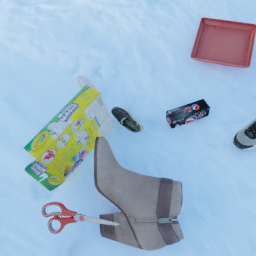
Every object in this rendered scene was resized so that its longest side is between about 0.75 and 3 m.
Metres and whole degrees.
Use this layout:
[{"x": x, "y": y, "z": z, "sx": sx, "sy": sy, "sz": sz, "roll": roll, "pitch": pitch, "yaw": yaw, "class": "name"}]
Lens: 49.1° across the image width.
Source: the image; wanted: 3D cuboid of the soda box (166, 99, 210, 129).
[{"x": 1.632, "y": -0.392, "z": 7.643, "sx": 1.147, "sy": 0.363, "sz": 0.406, "roll": -19, "pitch": 54, "yaw": -8, "class": "soda box"}]

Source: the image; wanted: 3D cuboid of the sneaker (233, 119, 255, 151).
[{"x": 3.401, "y": -0.021, "z": 7.300, "sx": 1.649, "sy": 0.654, "sz": 0.609, "roll": -33, "pitch": 56, "yaw": -13, "class": "sneaker"}]

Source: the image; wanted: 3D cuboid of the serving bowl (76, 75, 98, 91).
[{"x": -1.079, "y": -1.156, "z": 7.797, "sx": 0.275, "sy": 0.835, "sz": 0.835, "roll": -43, "pitch": 70, "yaw": -15, "class": "serving bowl"}]

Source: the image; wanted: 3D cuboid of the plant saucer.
[{"x": 2.977, "y": -2.619, "z": 8.742, "sx": 1.753, "sy": 0.322, "sz": 1.756, "roll": 13, "pitch": 65, "yaw": 14, "class": "plant saucer"}]

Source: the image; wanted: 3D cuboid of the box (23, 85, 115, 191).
[{"x": -1.385, "y": 0.288, "z": 6.649, "sx": 0.571, "sy": 1.385, "sz": 2.361, "roll": 27, "pitch": 67, "yaw": 29, "class": "box"}]

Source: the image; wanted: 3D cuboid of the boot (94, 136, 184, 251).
[{"x": 0.259, "y": 1.369, "z": 6.259, "sx": 1.890, "sy": 0.908, "sz": 2.585, "roll": -8, "pitch": 83, "yaw": 13, "class": "boot"}]

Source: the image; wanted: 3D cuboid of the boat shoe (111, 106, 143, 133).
[{"x": -0.069, "y": -0.226, "z": 7.309, "sx": 1.017, "sy": 0.363, "sz": 0.334, "roll": 38, "pitch": 24, "yaw": 18, "class": "boat shoe"}]

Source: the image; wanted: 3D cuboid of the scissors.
[{"x": -1.029, "y": 1.743, "z": 5.621, "sx": 1.839, "sy": 0.128, "sz": 0.673, "roll": -17, "pitch": 85, "yaw": 28, "class": "scissors"}]
